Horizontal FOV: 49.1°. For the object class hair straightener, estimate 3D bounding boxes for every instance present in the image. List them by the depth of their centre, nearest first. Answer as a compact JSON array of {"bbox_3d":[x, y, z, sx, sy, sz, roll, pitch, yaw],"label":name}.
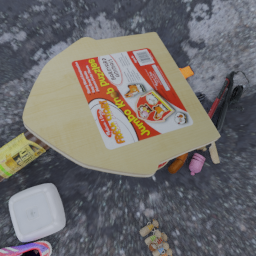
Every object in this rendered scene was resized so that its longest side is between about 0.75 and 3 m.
[{"bbox_3d":[3.193,-0.812,8.807,0.901,0.479,2.343,27,75,5],"label":"hair straightener"}]

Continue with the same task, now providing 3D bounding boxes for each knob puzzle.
[{"bbox_3d":[-0.287,-0.419,4.877,3.236,0.449,3.236,5,59,-9],"label":"knob puzzle"}]

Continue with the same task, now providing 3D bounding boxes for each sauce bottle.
[{"bbox_3d":[-2.916,0.516,8.255,2.642,0.855,0.855,-37,80,-6],"label":"sauce bottle"}]

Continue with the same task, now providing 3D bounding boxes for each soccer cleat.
[{"bbox_3d":[-3.124,3.583,7.660,1.965,0.719,0.670,-14,78,-3],"label":"soccer cleat"}]

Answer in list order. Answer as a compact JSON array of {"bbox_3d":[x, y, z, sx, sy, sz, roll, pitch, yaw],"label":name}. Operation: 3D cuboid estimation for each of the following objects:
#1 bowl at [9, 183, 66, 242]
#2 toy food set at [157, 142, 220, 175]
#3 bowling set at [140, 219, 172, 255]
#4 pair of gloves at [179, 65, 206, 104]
[{"bbox_3d":[-2.648,2.408,8.012,1.476,0.552,1.479,-19,77,-5],"label":"bowl"},{"bbox_3d":[1.587,0.751,8.452,2.271,0.358,1.444,-11,78,-2],"label":"toy food set"},{"bbox_3d":[0.862,3.189,7.742,0.610,0.791,1.137,-33,84,-8],"label":"bowling set"},{"bbox_3d":[1.704,-1.241,8.978,1.280,0.178,1.437,-22,80,-5],"label":"pair of gloves"}]
